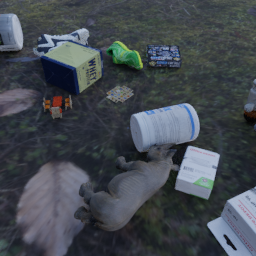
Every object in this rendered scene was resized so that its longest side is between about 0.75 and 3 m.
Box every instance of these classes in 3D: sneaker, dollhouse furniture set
[{"bbox_3d":[-2.851,-3.546,11.591,1.642,1.007,2.523,25,58,13],"label":"sneaker"},{"bbox_3d":[-2.287,-0.746,9.031,0.892,0.459,0.882,-6,44,-6],"label":"dollhouse furniture set"},{"bbox_3d":[-0.145,-2.750,11.100,0.828,0.734,1.982,-37,50,-15],"label":"sneaker"}]

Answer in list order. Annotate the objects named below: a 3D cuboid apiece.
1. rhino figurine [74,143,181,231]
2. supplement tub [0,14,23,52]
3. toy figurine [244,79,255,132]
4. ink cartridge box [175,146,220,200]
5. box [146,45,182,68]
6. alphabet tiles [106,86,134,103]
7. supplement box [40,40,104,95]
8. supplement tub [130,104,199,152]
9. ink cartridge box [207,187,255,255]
[{"bbox_3d":[0.196,1.187,6.415,2.972,0.889,1.299,-36,30,-30],"label":"rhino figurine"},{"bbox_3d":[-5.779,-3.899,11.629,2.442,1.496,1.496,-6,44,-6],"label":"supplement tub"},{"bbox_3d":[4.566,-0.285,7.777,2.421,1.711,2.459,-6,45,2],"label":"toy figurine"},{"bbox_3d":[1.752,1.094,7.051,0.842,0.486,1.157,16,46,16],"label":"ink cartridge box"},{"bbox_3d":[1.449,-2.962,11.479,1.395,0.347,1.385,2,44,1],"label":"box"},{"bbox_3d":[-0.281,-1.196,9.828,0.772,0.029,0.927,31,51,28],"label":"alphabet tiles"},{"bbox_3d":[-1.977,-2.238,10.180,1.573,1.056,1.571,24,48,24],"label":"supplement box"},{"bbox_3d":[1.008,-0.016,7.784,1.668,1.101,1.101,-12,44,-15],"label":"supplement tub"},{"bbox_3d":[2.902,1.960,5.989,2.052,0.684,1.188,-19,46,-19],"label":"ink cartridge box"}]
